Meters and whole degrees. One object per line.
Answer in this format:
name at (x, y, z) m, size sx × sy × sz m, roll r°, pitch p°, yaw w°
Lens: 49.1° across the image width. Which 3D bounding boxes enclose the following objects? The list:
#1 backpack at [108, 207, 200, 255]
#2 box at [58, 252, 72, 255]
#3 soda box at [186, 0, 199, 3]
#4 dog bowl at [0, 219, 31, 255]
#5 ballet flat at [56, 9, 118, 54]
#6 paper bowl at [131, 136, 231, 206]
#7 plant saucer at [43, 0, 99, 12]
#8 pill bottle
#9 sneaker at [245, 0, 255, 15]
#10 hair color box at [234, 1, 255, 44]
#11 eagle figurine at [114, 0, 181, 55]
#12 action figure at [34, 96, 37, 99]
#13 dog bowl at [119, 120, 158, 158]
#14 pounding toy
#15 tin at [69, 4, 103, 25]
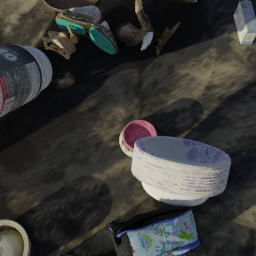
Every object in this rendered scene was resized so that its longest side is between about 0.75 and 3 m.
backpack at (0.658, 2.645, 6.489) m, size 1.902 × 1.740 × 1.398 m, roll -15°, pitch 79°, yaw -12°
box at (-0.609, 4.450, 6.155) m, size 2.957 × 0.644 × 2.369 m, roll 16°, pitch 65°, yaw 8°
soda box at (2.024, -5.574, 11.095) m, size 1.804 × 0.571 × 0.638 m, roll 19°, pitch 64°, yaw 8°
dog bowl at (-3.085, 3.040, 6.913) m, size 1.463 × 0.539 × 1.463 m, roll 0°, pitch 65°, yaw 0°
ballet flat at (-1.291, -3.529, 9.832) m, size 2.470 × 0.838 × 0.930 m, roll 27°, pitch 66°, yaw 3°
paper bowl at (1.254, 1.075, 7.033) m, size 2.368 × 2.368 × 1.231 m, roll 10°, pitch 102°, yaw 5°
plant saucer at (-2.189, -5.380, 11.087) m, size 2.508 × 0.432 × 2.508 m, roll 0°, pitch 66°, yaw 0°
pill bottle at (-3.201, -1.271, 7.188) m, size 1.625 × 1.625 × 2.854 m, roll 13°, pitch 24°, yaw 6°
sneaker at (4.702, -4.645, 10.817) m, size 0.382 × 0.350 × 0.912 m, roll 0°, pitch 71°, yaw -13°
hair color box at (4.273, -3.830, 10.166) m, size 0.437 × 0.713 × 1.441 m, roll -1°, pitch 64°, yaw -1°
eagle figurine at (0.487, -3.486, 9.729) m, size 2.054 × 1.550 × 1.558 m, roll 41°, pitch 81°, yaw 6°
action figure at (-4.284, -1.331, 8.870) m, size 2.447 × 1.323 × 2.529 m, roll 21°, pitch 82°, yaw 18°
dog bowl at (0.339, 0.287, 8.308) m, size 1.208 × 0.445 × 1.208 m, roll 0°, pitch 65°, yaw 0°
pounding toy at (-2.204, -3.010, 9.785) m, size 1.445 × 0.826 × 0.829 m, roll 19°, pitch 64°, yaw 30°
tin at (-1.635, -4.083, 10.309) m, size 1.425 × 0.298 × 0.798 m, roll -10°, pitch 95°, yaw -2°
